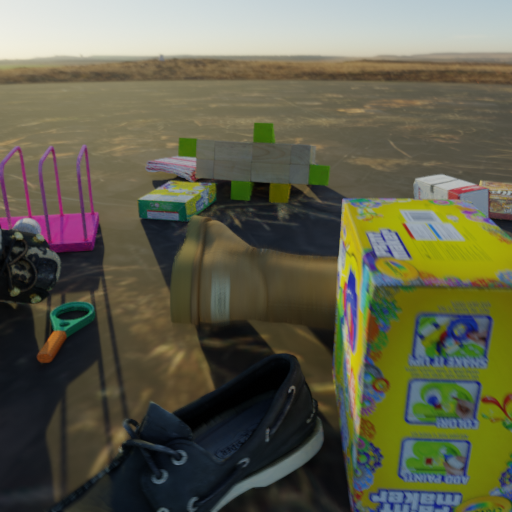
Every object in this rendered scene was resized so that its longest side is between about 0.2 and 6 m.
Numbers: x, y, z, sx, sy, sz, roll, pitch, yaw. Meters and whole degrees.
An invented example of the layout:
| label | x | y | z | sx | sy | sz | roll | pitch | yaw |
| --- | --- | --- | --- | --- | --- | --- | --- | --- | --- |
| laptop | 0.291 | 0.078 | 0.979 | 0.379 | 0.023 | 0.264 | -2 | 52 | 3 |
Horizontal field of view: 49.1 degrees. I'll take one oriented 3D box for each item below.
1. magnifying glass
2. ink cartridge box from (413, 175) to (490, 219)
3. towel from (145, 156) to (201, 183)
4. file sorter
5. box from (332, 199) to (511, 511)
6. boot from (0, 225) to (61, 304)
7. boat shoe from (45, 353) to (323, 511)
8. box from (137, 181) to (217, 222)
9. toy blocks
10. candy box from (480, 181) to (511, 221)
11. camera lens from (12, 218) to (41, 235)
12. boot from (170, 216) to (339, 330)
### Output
| label | x | y | z | sx | sy | sz | roll | pitch | yaw |
| --- | --- | --- | --- | --- | --- | --- | --- | --- | --- |
| magnifying glass | -2.256 | 0.855 | 6.557 | 0.520 | 0.146 | 1.307 | 0 | 22 | -1 |
| ink cartridge box | 2.860 | -0.647 | 8.237 | 0.507 | 0.897 | 1.223 | -12 | 20 | -10 |
| towel | -1.484 | -2.352 | 14.597 | 1.698 | 0.347 | 2.321 | 16 | 24 | 35 |
| file sorter | -3.996 | -0.986 | 9.369 | 2.422 | 1.519 | 1.683 | -4 | 22 | -10 |
| box | 1.318 | 0.698 | 4.526 | 1.195 | 1.886 | 1.958 | 1 | 21 | 3 |
| boot | -3.130 | 0.000 | 6.153 | 2.956 | 1.082 | 2.225 | -7 | -11 | 30 |
| boat shoe | -0.520 | 1.395 | 3.975 | 2.637 | 0.875 | 0.986 | -15 | 17 | -36 |
| box | -1.524 | -1.165 | 11.341 | 1.062 | 0.438 | 1.810 | 5 | 24 | 16 |
| toy blocks | 0.119 | -2.145 | 12.784 | 3.250 | 1.624 | 2.222 | 5 | 11 | 10 |
| candy box | 4.902 | -1.113 | 11.206 | 0.862 | 0.413 | 1.494 | 9 | 22 | 19 |
| camera lens | -3.583 | -0.349 | 8.708 | 0.403 | 0.403 | 0.504 | -5 | 18 | -12 |
| boot | 0.689 | 0.319 | 6.903 | 3.209 | 1.061 | 2.810 | 4 | 18 | -2 |
